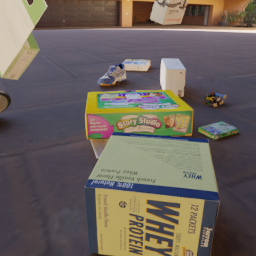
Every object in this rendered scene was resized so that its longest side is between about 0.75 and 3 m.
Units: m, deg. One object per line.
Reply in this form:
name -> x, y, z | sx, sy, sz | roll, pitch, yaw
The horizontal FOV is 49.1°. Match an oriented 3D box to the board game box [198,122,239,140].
board game box -> 2.779, 0.062, 8.603 | 1.017, 0.148, 0.684 | -13, 26, -27

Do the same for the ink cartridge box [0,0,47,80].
ink cartridge box -> -3.092, -2.982, 7.937 | 0.651, 2.714, 1.975 | -2, 58, -55

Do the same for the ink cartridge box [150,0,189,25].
ink cartridge box -> 1.505, -4.365, 9.506 | 1.128, 1.554, 0.648 | -22, 49, -42

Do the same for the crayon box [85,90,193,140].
crayon box -> 0.208, -0.508, 8.849 | 2.988, 0.871, 2.578 | -2, 21, -6

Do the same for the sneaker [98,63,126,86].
sneaker -> -0.826, -2.682, 13.879 | 0.783, 0.916, 2.079 | 14, 28, 25

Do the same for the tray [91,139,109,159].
tray -> -0.600, 0.512, 7.581 | 0.713, 0.147, 1.327 | -6, 25, -14

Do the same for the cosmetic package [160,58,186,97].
cosmetic package -> 1.994, -2.356, 12.758 | 0.905, 1.243, 2.445 | 1, 23, 3

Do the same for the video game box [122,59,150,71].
video game box -> 0.493, -3.892, 17.258 | 1.586, 0.408, 1.741 | 7, 25, 8

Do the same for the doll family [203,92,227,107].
doll family -> 3.394, -1.169, 11.111 | 1.122, 0.440, 0.648 | -15, 23, -41

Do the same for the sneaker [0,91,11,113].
sneaker -> -4.972, -0.428, 8.900 | 1.068, 0.996, 2.694 | 30, 43, 34

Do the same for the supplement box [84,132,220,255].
supplement box -> 0.449, 1.085, 4.874 | 1.908, 1.281, 1.906 | 4, 24, 9
